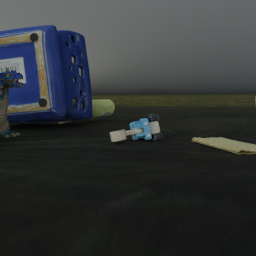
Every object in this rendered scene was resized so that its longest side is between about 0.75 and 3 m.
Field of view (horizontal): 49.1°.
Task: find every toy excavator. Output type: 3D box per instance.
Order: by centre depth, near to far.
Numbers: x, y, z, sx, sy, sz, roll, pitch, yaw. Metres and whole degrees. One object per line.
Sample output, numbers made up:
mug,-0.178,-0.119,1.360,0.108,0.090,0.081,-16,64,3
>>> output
toy excavator,0.145,0.060,4.893,0.893,0.446,0.868,-13,4,-1

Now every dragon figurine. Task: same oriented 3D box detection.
dragon figurine,-2.540,-0.402,4.928,2.371,1.179,0.698,1,9,42

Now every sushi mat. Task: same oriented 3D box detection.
sushi mat,1.546,0.250,4.265,0.611,0.077,1.277,0,5,-16

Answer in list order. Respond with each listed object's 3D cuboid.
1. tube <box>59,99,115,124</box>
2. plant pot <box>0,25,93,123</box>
tube,-1.354,-0.655,9.480,0.595,0.665,2.293,-11,2,35
plant pot,-2.525,-1.328,7.455,2.543,2.542,2.286,-4,5,9
